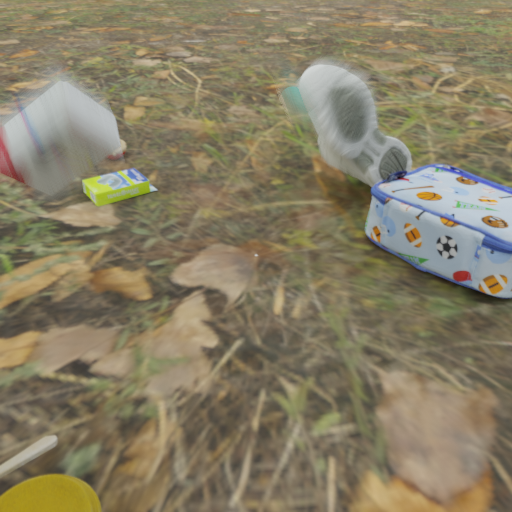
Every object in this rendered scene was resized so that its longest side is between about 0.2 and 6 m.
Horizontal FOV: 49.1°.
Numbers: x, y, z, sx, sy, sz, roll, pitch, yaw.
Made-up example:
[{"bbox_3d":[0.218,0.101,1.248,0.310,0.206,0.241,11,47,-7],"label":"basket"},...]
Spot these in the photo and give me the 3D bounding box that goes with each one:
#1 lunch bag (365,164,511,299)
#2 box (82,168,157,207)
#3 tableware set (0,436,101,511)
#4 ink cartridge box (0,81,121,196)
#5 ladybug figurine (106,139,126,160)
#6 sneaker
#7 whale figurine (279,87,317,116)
[{"bbox_3d":[3.395,-0.581,9.027,2.409,1.136,3.006,-20,38,-32],"label":"lunch bag"},{"bbox_3d":[-2.698,-1.388,11.101,1.260,0.300,0.768,-20,38,-28],"label":"box"},{"bbox_3d":[-1.751,2.915,3.948,2.213,0.504,3.285,-26,42,-33],"label":"tableware set"},{"bbox_3d":[-2.626,-1.498,7.333,1.355,0.987,0.561,-29,61,20],"label":"ink cartridge box"},{"bbox_3d":[-3.242,-2.412,12.752,0.581,0.308,0.856,-6,32,-9],"label":"ladybug figurine"},{"bbox_3d":[1.548,-2.265,10.466,1.567,3.154,1.229,24,75,49],"label":"sneaker"},{"bbox_3d":[0.501,-1.773,6.402,0.468,0.243,0.372,30,7,23],"label":"whale figurine"}]
